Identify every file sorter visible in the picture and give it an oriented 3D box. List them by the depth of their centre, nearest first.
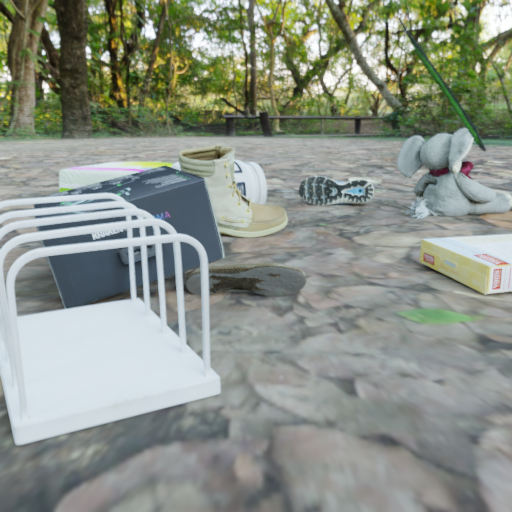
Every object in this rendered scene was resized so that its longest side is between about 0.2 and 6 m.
[{"bbox_3d":[-1.597,0.337,5.300,1.660,1.490,2.393,-8,17,-27],"label":"file sorter"}]

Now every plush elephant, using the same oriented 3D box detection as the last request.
[{"bbox_3d":[4.480,-1.990,13.081,2.560,1.982,2.108,-11,18,-35],"label":"plush elephant"}]

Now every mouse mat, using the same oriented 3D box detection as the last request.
[{"bbox_3d":[3.039,-2.731,9.096,0.083,2.213,1.781,-35,-18,21],"label":"mouse mat"}]

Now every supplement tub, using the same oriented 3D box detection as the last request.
[{"bbox_3d":[-0.873,-1.396,12.096,1.898,1.332,1.332,-8,17,-29],"label":"supplement tub"}]

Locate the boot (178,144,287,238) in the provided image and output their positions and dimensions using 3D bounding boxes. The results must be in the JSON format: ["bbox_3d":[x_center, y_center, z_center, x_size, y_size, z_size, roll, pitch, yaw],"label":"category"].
[{"bbox_3d":[-0.409,-1.229,10.532,2.146,1.660,0.774,2,35,-4],"label":"boot"}]

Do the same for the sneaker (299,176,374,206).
[{"bbox_3d":[2.062,-1.583,14.515,1.928,0.756,0.867,7,-3,12],"label":"sneaker"}]

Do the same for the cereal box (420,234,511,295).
[{"bbox_3d":[3.878,0.055,8.333,2.314,0.457,1.665,-4,15,-15],"label":"cereal box"}]

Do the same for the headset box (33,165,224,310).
[{"bbox_3d":[-1.856,-0.392,7.852,2.161,1.151,2.482,-19,19,-19],"label":"headset box"}]

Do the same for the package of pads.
[{"bbox_3d":[-3.396,-1.930,14.831,2.864,0.977,2.212,7,16,24],"label":"package of pads"}]

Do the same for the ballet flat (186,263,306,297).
[{"bbox_3d":[-0.138,0.273,7.412,1.596,0.538,0.370,-3,35,8],"label":"ballet flat"}]
